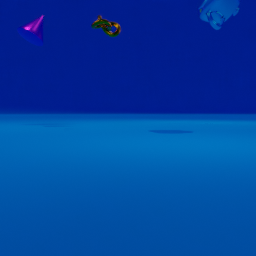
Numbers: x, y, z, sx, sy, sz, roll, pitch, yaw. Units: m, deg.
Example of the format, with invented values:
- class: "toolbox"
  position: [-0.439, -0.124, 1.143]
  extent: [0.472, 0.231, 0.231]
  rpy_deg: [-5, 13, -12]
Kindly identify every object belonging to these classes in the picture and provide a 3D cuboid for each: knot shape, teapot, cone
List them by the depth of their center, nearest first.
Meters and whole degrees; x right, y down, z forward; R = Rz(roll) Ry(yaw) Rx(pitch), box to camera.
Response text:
- class: "teapot"
  position: [2.527, -3.406, 7.471]
  extent: [1.009, 2.061, 1.281]
  rpy_deg: [29, -25, -11]
- class: "cone"
  position: [-3.194, -3.561, 9.804]
  extent: [0.958, 0.962, 0.958]
  rpy_deg: [23, -14, 6]
- class: "knot shape"
  position: [-0.867, -3.688, 10.071]
  extent: [1.082, 0.500, 1.013]
  rpy_deg: [37, 26, 25]
